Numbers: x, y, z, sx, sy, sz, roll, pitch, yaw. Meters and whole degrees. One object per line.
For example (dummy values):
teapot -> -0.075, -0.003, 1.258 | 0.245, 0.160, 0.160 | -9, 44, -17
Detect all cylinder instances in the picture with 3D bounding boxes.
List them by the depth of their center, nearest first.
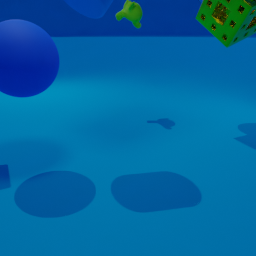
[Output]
cylinder -> -0.661, -2.901, 5.308 | 1.122, 1.122, 1.122 | 29, -10, 6

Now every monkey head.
monkey head -> 0.059, -3.569, 8.803 | 0.775, 1.078, 0.649 | -38, 64, -3

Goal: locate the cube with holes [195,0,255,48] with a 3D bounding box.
cube with holes -> 2.769, -3.095, 7.112 | 1.244, 1.244, 1.244 | -30, 69, -23

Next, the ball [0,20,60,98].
ball -> -1.974, -1.257, 5.161 | 1.384, 1.384, 1.384 | 0, 20, 0

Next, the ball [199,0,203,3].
ball -> 2.612, -4.198, 8.180 | 1.280, 1.280, 1.280 | 0, 20, 0
